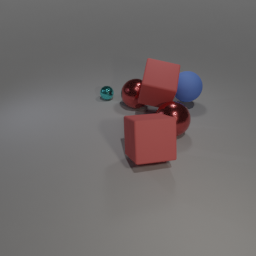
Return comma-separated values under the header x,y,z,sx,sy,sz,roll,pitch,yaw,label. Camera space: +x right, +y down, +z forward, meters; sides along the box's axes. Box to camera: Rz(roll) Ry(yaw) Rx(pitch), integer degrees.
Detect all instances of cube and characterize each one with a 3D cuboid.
x,y,z,sx,sy,sz,roll,pitch,yaw,label
1.284,-1.827,11.741,1.400,1.400,1.400,12,62,1,cube
0.712,0.311,9.423,1.400,1.400,1.400,-5,10,-14,cube

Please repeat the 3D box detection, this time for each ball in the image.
x,y,z,sx,sy,sz,roll,pitch,yaw,label
-1.059,-1.762,14.035,0.700,0.700,0.700,0,31,0,ball
2.704,-1.899,12.871,1.400,1.400,1.400,0,31,0,ball
1.751,-0.354,11.008,1.400,1.400,1.400,0,31,0,ball
0.370,-1.601,13.094,1.400,1.400,1.400,0,31,0,ball
